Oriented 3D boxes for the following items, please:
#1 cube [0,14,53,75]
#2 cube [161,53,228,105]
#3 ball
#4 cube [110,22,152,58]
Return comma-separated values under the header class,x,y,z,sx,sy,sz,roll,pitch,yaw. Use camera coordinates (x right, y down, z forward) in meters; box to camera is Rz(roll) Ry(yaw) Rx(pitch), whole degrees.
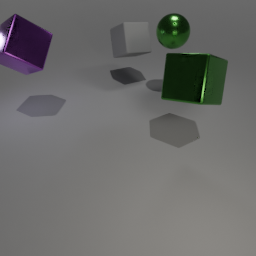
class,x,y,z,sx,sy,sz,roll,pitch,yaw
cube,-3.703,-2.821,9.738,1.400,1.400,1.400,20,-13,-41
cube,2.029,-1.476,8.556,1.400,1.400,1.400,13,12,39
ball,1.857,-3.974,11.535,1.400,1.400,1.400,0,34,0
cube,0.123,-4.220,13.511,1.400,1.400,1.400,-12,11,-29
